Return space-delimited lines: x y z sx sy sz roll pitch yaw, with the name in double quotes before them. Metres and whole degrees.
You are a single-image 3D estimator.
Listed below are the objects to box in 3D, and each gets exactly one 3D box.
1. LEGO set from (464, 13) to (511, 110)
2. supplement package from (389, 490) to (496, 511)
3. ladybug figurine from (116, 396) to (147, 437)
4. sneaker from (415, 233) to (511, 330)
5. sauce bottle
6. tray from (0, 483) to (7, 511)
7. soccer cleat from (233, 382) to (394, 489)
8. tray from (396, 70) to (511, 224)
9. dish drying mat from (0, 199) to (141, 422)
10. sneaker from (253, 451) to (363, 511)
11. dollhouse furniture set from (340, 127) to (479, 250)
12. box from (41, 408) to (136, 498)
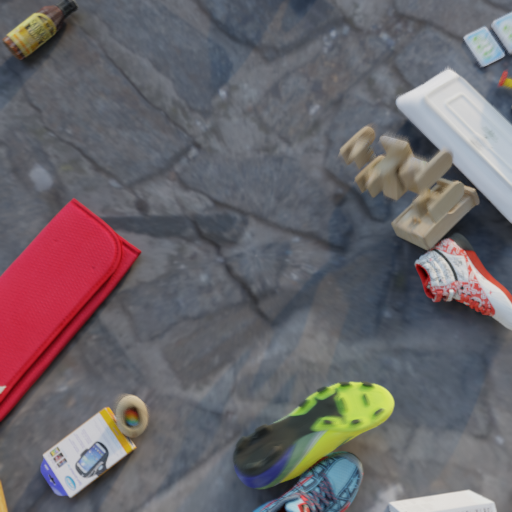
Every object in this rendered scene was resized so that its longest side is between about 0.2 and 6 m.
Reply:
"LEGO set" 5.563 -3.847 11.062 1.834 0.603 2.455 -26 78 -3
"supplement package" 2.979 4.424 8.819 1.400 1.063 1.055 -8 77 -2
"ladybug figurine" -2.111 2.703 9.480 0.510 0.270 0.751 -7 100 -15
"sneaker" 3.702 0.681 9.927 1.092 0.680 2.037 -31 75 -6
"sauce bottle" -4.311 -4.630 11.255 0.538 0.538 1.629 43 81 9
"tray" -5.027 3.591 9.048 1.473 0.553 2.986 -16 84 0
"soccer cleat" 0.951 2.947 9.232 2.799 1.171 0.905 -25 46 -5
"tray" 4.263 -2.191 10.463 1.731 0.357 3.223 -34 75 -24
"dish drying mat" -4.138 1.153 9.935 1.739 0.412 4.528 37 80 9
"sneaker" 0.828 4.040 8.892 2.312 1.104 0.917 -37 79 -8
"dollhouse furniture set" 2.833 -1.324 9.670 1.332 2.047 1.881 -43 37 -8
"box" -2.882 3.363 9.485 1.446 0.300 0.861 -37 79 -6
